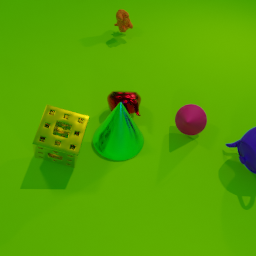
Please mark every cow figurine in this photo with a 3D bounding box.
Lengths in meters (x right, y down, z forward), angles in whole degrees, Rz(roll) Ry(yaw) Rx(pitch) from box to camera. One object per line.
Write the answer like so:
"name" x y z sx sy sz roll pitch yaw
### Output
"cow figurine" -0.218 -4.137 10.792 0.593 1.080 1.063 -28 52 -2

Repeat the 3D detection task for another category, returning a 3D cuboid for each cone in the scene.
"cone" 1.542 -0.178 7.066 0.842 0.842 0.845 17 11 16
"cone" -0.207 -0.139 6.848 1.344 1.349 1.344 2 48 -3

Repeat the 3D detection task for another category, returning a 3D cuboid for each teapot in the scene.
"teapot" -0.084 -0.645 7.728 0.944 0.744 1.519 -5 13 -33
"teapot" 2.893 0.544 6.318 0.868 1.102 1.773 -23 18 -6

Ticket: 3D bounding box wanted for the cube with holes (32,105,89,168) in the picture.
"cube with holes" -1.543 0.223 6.487 0.973 0.973 0.973 16 64 -8
